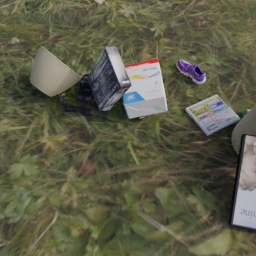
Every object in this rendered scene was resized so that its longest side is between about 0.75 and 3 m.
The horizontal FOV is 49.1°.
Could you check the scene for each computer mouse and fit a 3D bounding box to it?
[{"bbox_3d":[-1.832,-1.266,10.527,1.270,0.416,1.808,4,61,3],"label":"computer mouse"}]

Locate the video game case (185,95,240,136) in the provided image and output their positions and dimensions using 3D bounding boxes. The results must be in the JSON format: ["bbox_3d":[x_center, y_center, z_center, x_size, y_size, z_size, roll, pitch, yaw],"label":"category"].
[{"bbox_3d":[3.031,-0.494,10.078,1.445,0.159,1.316,-24,57,-16],"label":"video game case"}]

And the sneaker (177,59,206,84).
[{"bbox_3d":[2.575,-2.381,11.190,0.581,0.601,1.440,-35,60,-23],"label":"sneaker"}]

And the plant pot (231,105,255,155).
[{"bbox_3d":[4.588,-0.144,8.501,2.147,2.292,2.147,0,53,-1],"label":"plant pot"}]

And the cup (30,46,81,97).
[{"bbox_3d":[-2.830,-1.937,10.344,1.800,1.800,1.287,40,93,25],"label":"cup"}]

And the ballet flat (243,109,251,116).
[{"bbox_3d":[4.638,-0.561,10.015,1.006,0.373,0.373,-8,54,-6],"label":"ballet flat"}]

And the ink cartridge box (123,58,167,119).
[{"bbox_3d":[0.535,-1.615,10.093,1.415,0.819,2.435,-11,52,8],"label":"ink cartridge box"}]

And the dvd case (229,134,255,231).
[{"bbox_3d":[3.896,1.565,7.684,1.848,0.227,2.591,9,88,7],"label":"dvd case"}]

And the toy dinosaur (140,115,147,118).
[{"bbox_3d":[0.809,-0.858,10.243,0.851,0.484,1.602,-10,47,7],"label":"toy dinosaur"}]

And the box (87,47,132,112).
[{"bbox_3d":[-0.693,-1.605,9.549,0.447,1.848,1.463,-12,73,-33],"label":"box"}]
